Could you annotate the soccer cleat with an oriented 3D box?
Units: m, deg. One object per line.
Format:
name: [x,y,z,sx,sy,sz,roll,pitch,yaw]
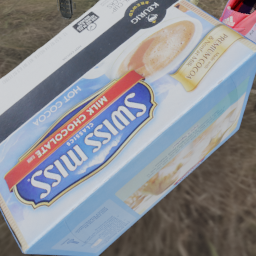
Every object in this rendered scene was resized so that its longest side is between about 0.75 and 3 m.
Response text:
soccer cleat: [1.698,-1.359,4.812,0.956,2.865,1.095,35,9,38]

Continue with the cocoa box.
cocoa box: [-0.121,-0.045,3.153,2.498,1.666,1.639,-40,62,-6]

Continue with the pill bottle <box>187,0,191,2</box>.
pill bottle: [0.709,-4.114,8.585,2.642,1.464,1.464,-15,43,-2]

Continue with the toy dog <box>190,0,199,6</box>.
toy dog: [1.505,-2.231,6.551,1.177,1.635,1.687,29,20,-14]

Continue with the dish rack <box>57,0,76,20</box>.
dish rack: [-2.085,-4.369,8.167,0.614,2.252,1.727,-13,29,-20]
